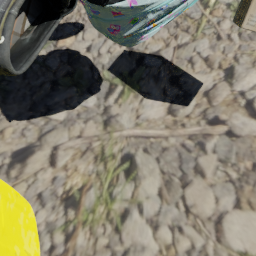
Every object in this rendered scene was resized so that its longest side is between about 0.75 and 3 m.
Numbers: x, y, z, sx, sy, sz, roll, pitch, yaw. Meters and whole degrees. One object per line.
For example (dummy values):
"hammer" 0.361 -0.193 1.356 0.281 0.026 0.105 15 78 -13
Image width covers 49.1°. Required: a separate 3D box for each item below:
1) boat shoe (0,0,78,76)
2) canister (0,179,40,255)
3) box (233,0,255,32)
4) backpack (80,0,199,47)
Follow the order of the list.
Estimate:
"boat shoe" -0.972 -1.667 3.376 0.780 0.945 2.755 20 64 12
"canister" -2.705 1.584 3.321 2.805 2.083 1.214 -14 63 -9
"box" 3.296 -3.280 5.763 1.223 2.576 1.001 15 30 2
"backpack" 0.354 -2.999 5.449 2.824 1.788 2.357 -38 59 1
